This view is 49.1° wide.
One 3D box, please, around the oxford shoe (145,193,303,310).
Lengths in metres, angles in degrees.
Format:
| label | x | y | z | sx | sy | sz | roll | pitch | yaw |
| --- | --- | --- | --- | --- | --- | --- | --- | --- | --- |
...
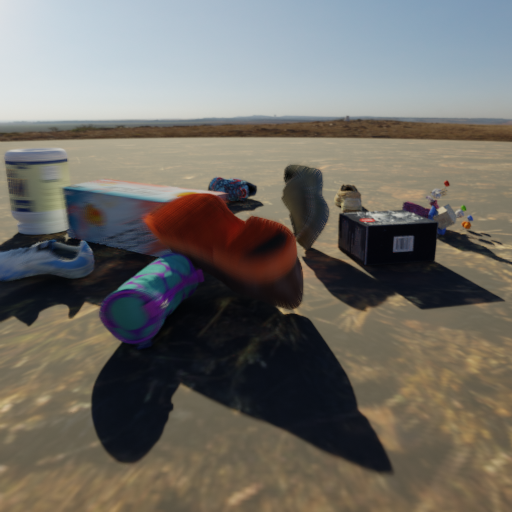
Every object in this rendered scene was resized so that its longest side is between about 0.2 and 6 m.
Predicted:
| label | x | y | z | sx | sy | sz | roll | pitch | yaw |
| --- | --- | --- | --- | --- | --- | --- | --- | --- | --- |
| oxford shoe | -0.655 | -0.073 | 9.433 | 1.297 | 1.322 | 3.644 | -39 | 39 | -21 |

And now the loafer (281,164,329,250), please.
| label | x | y | z | sx | sy | sz | roll | pitch | yaw |
| --- | --- | --- | --- | --- | --- | --- | --- | --- | --- |
| loafer | 0.968 | -1.170 | 12.626 | 0.944 | 1.019 | 2.710 | 21 | 36 | -15 |

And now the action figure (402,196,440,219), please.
| label | x | y | z | sx | sy | sz | roll | pitch | yaw |
| --- | --- | --- | --- | --- | --- | --- | --- | --- | --- |
| action figure | 4.399 | -1.001 | 14.474 | 1.321 | 0.885 | 0.984 | 7 | -12 | 22 |

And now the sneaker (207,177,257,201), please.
| label | x | y | z | sx | sy | sz | roll | pitch | yaw |
| --- | --- | --- | --- | --- | --- | --- | --- | --- | --- |
| sneaker | -0.716 | -2.134 | 17.956 | 0.978 | 0.812 | 2.047 | 12 | 20 | 33 |

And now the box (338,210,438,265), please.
| label | x | y | z | sx | sy | sz | roll | pitch | yaw |
| --- | --- | --- | --- | --- | --- | --- | --- | --- | --- |
| box | 2.693 | -0.418 | 11.674 | 1.578 | 0.822 | 1.437 | -4 | 15 | -14 |

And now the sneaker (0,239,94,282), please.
| label | x | y | z | sx | sy | sz | roll | pitch | yaw |
| --- | --- | --- | --- | --- | --- | --- | --- | --- | --- |
| sneaker | -3.988 | 0.028 | 10.115 | 2.038 | 0.739 | 0.732 | -2 | 29 | -7 |

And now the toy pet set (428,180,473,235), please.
| label | x | y | z | sx | sy | sz | roll | pitch | yaw |
| --- | --- | --- | --- | --- | --- | --- | --- | --- | --- |
| toy pet set | 4.664 | -1.000 | 13.881 | 0.680 | 1.281 | 1.196 | -28 | 16 | 40 |

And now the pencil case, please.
| label | x | y | z | sx | sy | sz | roll | pitch | yaw |
| --- | --- | --- | --- | --- | --- | --- | --- | --- | --- |
| pencil case | -1.449 | 0.574 | 8.086 | 0.900 | 0.829 | 1.948 | -9 | 14 | 13 |

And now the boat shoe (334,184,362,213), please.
| label | x | y | z | sx | sy | sz | roll | pitch | yaw |
| --- | --- | --- | --- | --- | --- | --- | --- | --- | --- |
| boat shoe | 2.844 | -1.820 | 16.961 | 0.784 | 0.710 | 2.200 | 0 | 15 | -2 |

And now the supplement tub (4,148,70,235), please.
| label | x | y | z | sx | sy | sz | roll | pitch | yaw |
| --- | --- | --- | --- | --- | --- | --- | --- | --- | --- |
| supplement tub | -5.325 | -1.615 | 13.803 | 1.437 | 1.983 | 1.437 | -1 | 14 | 0 |

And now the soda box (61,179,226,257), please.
| label | x | y | z | sx | sy | sz | roll | pitch | yaw |
| --- | --- | --- | --- | --- | --- | --- | --- | --- | --- |
| soda box | -2.530 | -0.866 | 12.422 | 3.938 | 1.252 | 1.347 | 10 | 22 | 35 |
